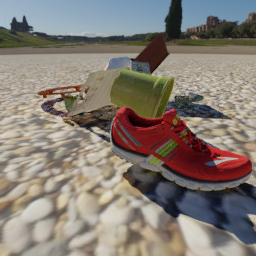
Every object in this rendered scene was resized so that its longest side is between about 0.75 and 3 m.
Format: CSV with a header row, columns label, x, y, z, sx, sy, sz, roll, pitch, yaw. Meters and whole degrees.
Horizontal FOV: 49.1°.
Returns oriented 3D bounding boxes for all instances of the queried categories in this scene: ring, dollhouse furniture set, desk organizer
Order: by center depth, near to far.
label,x,y,z,sx,sy,sz,roll,pitch,yaw
dollhouse furniture set,-1.941,-0.851,9.594,0.773,0.506,0.388,3,19,21
ring,-2.273,-1.411,10.925,2.429,0.233,2.429,-8,5,1
desk organizer,0.432,-2.741,11.721,1.053,1.130,2.935,17,57,41

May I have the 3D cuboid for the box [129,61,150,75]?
label,x,y,z,sx,sy,sz,roll,pitch,yaw
box,0.261,-1.418,9.497,0.612,1.575,0.748,4,55,-10

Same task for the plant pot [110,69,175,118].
label,x,y,z,sx,sy,sz,roll,pitch,yaw
plant pot,0.322,-0.886,7.492,1.384,1.506,1.506,23,23,12

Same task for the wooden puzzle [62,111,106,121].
label,x,y,z,sx,sy,sz,roll,pitch,yaw
wooden puzzle,-1.339,-0.408,8.537,1.178,0.138,0.794,-14,7,-33

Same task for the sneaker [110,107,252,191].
label,x,y,z,sx,sy,sz,roll,pitch,yaw
sneaker,0.850,0.260,4.981,2.672,1.134,1.029,15,23,21

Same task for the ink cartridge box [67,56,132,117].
label,x,y,z,sx,sy,sz,roll,pitch,yaw
ink cartridge box,-0.968,-1.404,9.281,0.588,1.889,2.348,48,37,16

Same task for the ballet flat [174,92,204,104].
label,x,y,z,sx,sy,sz,roll,pitch,yaw
ballet flat,2.185,-1.116,10.244,1.147,0.426,0.426,-7,10,38
